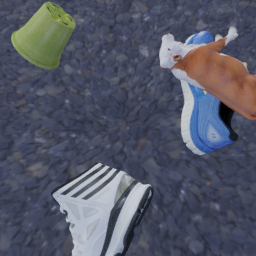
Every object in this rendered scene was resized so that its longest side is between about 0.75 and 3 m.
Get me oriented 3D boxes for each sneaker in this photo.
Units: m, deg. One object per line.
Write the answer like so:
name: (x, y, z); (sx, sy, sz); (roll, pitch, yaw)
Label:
sneaker: (-0.720, 1.791, 5.050); (1.546, 1.014, 2.687); (29, 108, 17)
sneaker: (1.688, -0.786, 5.449); (1.138, 1.002, 2.552); (-15, 67, 38)

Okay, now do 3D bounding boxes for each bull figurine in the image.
bull figurine: (1.415, -0.927, 4.288); (1.931, 0.629, 1.172); (41, 79, 15)

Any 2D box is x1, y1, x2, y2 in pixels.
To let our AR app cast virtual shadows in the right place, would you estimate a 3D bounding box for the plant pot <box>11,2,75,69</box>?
plant pot: (-1.837, -2.181, 6.444); (1.117, 1.215, 1.215); (-41, 66, 29)
